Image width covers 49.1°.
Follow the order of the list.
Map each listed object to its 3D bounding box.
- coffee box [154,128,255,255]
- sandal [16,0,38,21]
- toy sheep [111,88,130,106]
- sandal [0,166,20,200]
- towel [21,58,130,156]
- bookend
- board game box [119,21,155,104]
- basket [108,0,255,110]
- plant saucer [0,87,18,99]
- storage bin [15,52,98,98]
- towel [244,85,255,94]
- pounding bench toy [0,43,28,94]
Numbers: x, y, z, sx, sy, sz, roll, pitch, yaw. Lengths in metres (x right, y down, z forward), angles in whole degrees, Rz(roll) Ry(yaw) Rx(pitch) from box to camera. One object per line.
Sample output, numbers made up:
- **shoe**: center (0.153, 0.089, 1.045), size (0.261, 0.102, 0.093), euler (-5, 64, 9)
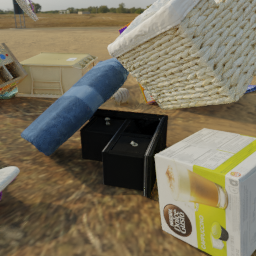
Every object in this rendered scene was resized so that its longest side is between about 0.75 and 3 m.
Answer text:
- **coffee box**: center (1.423, 0.951, 4.424), size (1.412, 1.410, 1.396), euler (-23, 24, -39)
- **sandal**: center (-2.994, -3.675, 8.326), size (0.548, 0.331, 1.347), euler (38, -5, 1)
- **toy sheep**: center (-0.263, -1.175, 10.375), size (0.623, 0.623, 0.904), euler (20, 31, 38)
- **sandal**: center (-2.682, 1.422, 4.783), size (0.835, 0.504, 2.052), euler (-1, 32, 38)
- **towel**: center (-1.205, -0.558, 6.871), size (2.963, 0.719, 1.654), euler (-46, 23, -16)
- **bookend**: center (-0.286, 0.407, 6.381), size (2.114, 0.974, 2.100), euler (6, 25, 15)
- **board game box**: center (2.033, -2.951, 10.351), size (2.905, 2.907, 2.904), euler (-15, 10, 41)
- **basket**: center (1.342, -1.816, 5.387), size (2.395, 1.943, 2.416), euler (-48, 17, -18)
- **plant saucer**: center (-4.800, -1.463, 11.612), size (0.469, 0.127, 1.342), euler (4, 25, 8)
- **storage bin**: center (-2.962, -2.370, 12.180), size (2.845, 1.343, 2.866), euler (4, 24, 6)
- **towel**: center (4.397, -1.712, 12.037), size (1.931, 0.230, 1.398), euler (-16, 28, -32)
- **pounding bench toy**: center (-5.363, -1.754, 10.468), size (2.332, 1.448, 1.819), euler (-28, 13, 37)
